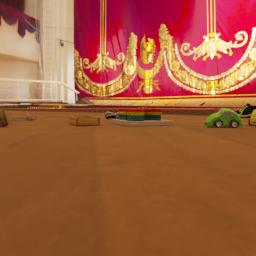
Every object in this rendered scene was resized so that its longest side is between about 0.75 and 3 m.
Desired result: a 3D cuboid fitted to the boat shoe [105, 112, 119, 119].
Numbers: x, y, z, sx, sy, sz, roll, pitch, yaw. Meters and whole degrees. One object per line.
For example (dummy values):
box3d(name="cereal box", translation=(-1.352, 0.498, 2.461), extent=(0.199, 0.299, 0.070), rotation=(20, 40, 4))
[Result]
box3d(name="boat shoe", translation=(-0.593, -0.536, 13.445), extent=(1.032, 0.376, 0.319), rotation=(6, 48, -6))

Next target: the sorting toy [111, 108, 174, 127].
box3d(name="sorting toy", translation=(0.478, -0.417, 9.820), extent=(1.664, 0.579, 1.654), rotation=(-2, 5, -26))

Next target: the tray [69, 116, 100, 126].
box3d(name="tray", translation=(-1.562, -0.263, 9.820), extent=(0.775, 0.291, 1.571), rotation=(-2, 5, -21))

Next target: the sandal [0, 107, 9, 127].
box3d(name="sandal", translation=(-4.509, -0.353, 9.032), extent=(1.991, 0.799, 0.538), rotation=(10, 32, 43))

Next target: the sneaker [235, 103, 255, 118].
box3d(name="sneaker", translation=(6.022, -0.904, 14.475), extent=(1.822, 0.755, 0.653), rotation=(-2, 5, -23))

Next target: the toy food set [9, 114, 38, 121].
box3d(name="toy food set", translation=(-4.622, -0.498, 12.409), extent=(0.993, 0.300, 0.713), rotation=(0, 5, 5))

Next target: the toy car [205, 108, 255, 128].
box3d(name="toy car", translation=(3.649, -0.319, 8.569), extent=(2.499, 0.592, 2.656), rotation=(1, 5, 6))
